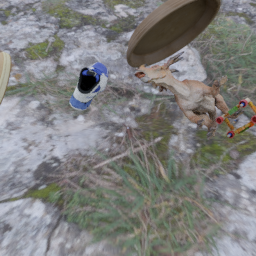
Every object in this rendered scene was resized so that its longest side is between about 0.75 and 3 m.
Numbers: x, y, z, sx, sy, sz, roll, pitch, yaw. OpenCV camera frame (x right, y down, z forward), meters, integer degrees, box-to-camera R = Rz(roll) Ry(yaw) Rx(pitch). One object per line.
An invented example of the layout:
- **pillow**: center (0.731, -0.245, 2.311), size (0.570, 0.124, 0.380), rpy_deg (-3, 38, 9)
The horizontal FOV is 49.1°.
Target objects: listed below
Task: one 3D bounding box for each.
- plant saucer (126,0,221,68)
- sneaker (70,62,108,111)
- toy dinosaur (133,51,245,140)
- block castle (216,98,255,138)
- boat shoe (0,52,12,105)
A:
- **plant saucer**: center (1.084, -2.492, 7.195), size (2.708, 2.708, 0.399), rpy_deg (-25, 80, -22)
- **sneaker**: center (-0.779, -1.098, 6.376), size (0.571, 0.816, 1.413), rpy_deg (30, 52, -4)
- **toy dinosaur**: center (1.359, -0.714, 5.860), size (1.028, 2.396, 1.624), rpy_deg (-49, 47, 9)
- **block castle**: center (2.108, -0.169, 5.360), size (0.360, 0.767, 0.513), rpy_deg (-28, 78, -39)
- **boat shoe**: center (-2.607, -0.229, 4.276), size (2.358, 0.761, 0.840), rpy_deg (-54, 39, 9)
